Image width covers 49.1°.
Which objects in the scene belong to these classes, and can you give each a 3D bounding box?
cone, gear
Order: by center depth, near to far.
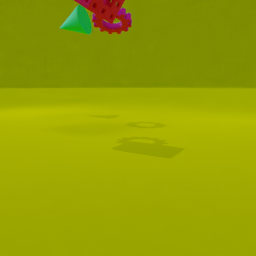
[{"bbox_3d":[-0.545,-3.692,9.620,1.338,0.247,1.338,3,-13,1],"label":"gear"},{"bbox_3d":[-2.400,-4.473,12.048,1.251,1.246,1.246,-11,5,18],"label":"cone"}]

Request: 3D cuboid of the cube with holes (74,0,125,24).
[{"bbox_3d":[-0.677,-3.071,6.323,0.872,0.872,0.872,42,19,29],"label":"cube with holes"}]
